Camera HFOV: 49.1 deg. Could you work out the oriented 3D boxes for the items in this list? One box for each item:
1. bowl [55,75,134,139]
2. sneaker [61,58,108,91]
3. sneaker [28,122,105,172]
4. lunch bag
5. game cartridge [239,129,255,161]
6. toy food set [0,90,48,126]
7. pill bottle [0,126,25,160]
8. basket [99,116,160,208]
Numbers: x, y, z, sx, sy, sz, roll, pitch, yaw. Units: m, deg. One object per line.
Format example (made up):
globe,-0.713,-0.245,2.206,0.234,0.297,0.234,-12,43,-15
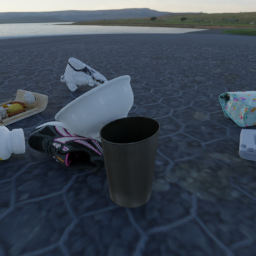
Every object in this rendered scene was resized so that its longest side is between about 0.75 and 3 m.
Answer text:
bowl,-0.717,-0.408,7.690,2.332,1.048,2.332,-30,0,0
sneaker,-2.371,-2.579,15.449,2.636,1.515,0.990,31,19,-15
sneaker,-1.766,0.580,8.089,2.747,1.103,1.186,6,26,17
lunch bag,4.847,-0.926,11.417,1.614,1.156,1.895,-8,31,-16
game cartridge,4.843,0.624,8.755,2.532,0.512,1.688,9,29,20
toy food set,-5.178,-0.993,11.860,2.096,0.882,2.921,15,28,30
pill bottle,-4.093,0.487,8.349,1.848,1.028,1.028,-5,24,-14
basket,0.053,0.833,6.570,1.232,1.811,1.633,14,26,29
